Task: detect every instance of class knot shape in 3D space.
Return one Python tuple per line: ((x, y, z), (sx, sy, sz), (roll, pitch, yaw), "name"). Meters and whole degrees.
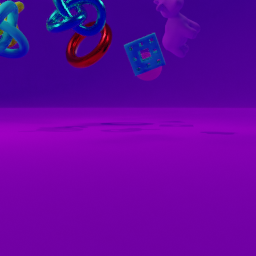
((-3.627, -2.961, 8.057), (0.690, 1.397, 1.493), (31, 36, 13), "knot shape")
((-1.304, -2.987, 7.293), (1.496, 1.599, 0.739), (7, -25, -15), "knot shape")
((-3.475, -2.430, 7.293), (1.563, 1.670, 0.772), (-26, 55, -34), "knot shape")

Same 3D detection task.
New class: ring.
((-1.429, -3.027, 10.094), (1.990, 1.990, 0.398), (3, -23, 33), "ring")

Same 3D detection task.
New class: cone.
((0.872, -2.747, 11.742), (1.170, 1.170, 1.175), (1, 31, 10), "cone")

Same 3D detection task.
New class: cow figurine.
((1.041, -2.383, 6.502), (1.212, 1.232, 0.676), (30, 45, 3), "cow figurine")

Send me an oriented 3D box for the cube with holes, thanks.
((0.569, -2.435, 9.207), (1.017, 1.017, 1.017), (-19, 16, 11), "cube with holes")
